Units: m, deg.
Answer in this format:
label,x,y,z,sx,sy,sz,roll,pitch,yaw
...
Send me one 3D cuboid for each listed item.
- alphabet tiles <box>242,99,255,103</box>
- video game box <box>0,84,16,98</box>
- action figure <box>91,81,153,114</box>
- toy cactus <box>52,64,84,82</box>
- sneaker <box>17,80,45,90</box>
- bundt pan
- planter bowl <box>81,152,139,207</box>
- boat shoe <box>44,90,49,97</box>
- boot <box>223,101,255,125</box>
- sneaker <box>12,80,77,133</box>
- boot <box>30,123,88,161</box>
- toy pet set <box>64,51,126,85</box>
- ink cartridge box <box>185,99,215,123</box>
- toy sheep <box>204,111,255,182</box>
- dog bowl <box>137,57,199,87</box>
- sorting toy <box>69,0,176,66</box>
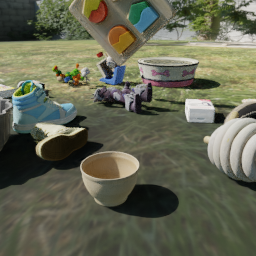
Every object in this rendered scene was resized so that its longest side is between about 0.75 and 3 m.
label,x,y,z,sx,sy,sz,roll,pitch,yaw
alphabet tiles,4.544,-0.937,10.069,0.781,0.057,0.764,-2,21,-4
video game box,-5.336,-1.359,10.778,1.352,0.347,1.484,14,25,37
action figure,-0.267,-1.181,9.693,1.552,0.828,2.386,-30,30,-36
toy cactus,-2.901,-2.511,13.050,1.640,0.839,1.353,-1,-6,-43
sneaker,-3.913,-1.667,11.367,0.561,0.517,1.402,9,23,18
bundt pan,-3.824,0.119,5.917,2.760,1.036,2.760,0,20,0
planter bowl,-0.287,0.859,4.540,0.926,0.623,0.926,0,21,0
boat shoe,-3.581,-1.346,10.786,1.089,0.310,0.364,1,21,3
boot,3.662,0.084,6.174,2.678,0.980,2.017,-5,20,-29
sneaker,-2.239,-0.715,7.718,0.798,1.310,2.006,14,24,35
boot,-1.763,0.250,6.260,1.170,0.545,1.513,11,18,24
toy pet set,-1.200,-2.350,12.604,2.355,1.251,2.199,-27,4,33
ink cartridge box,2.153,-0.529,8.452,0.753,0.439,1.041,2,21,6
toy sheep,2.100,0.358,5.117,1.248,1.248,1.810,-10,10,-24
dog bowl,1.869,-2.672,13.255,2.847,1.050,2.847,0,22,0
sorting toy,-0.311,-3.724,9.000,2.838,2.627,0.518,-35,14,37
